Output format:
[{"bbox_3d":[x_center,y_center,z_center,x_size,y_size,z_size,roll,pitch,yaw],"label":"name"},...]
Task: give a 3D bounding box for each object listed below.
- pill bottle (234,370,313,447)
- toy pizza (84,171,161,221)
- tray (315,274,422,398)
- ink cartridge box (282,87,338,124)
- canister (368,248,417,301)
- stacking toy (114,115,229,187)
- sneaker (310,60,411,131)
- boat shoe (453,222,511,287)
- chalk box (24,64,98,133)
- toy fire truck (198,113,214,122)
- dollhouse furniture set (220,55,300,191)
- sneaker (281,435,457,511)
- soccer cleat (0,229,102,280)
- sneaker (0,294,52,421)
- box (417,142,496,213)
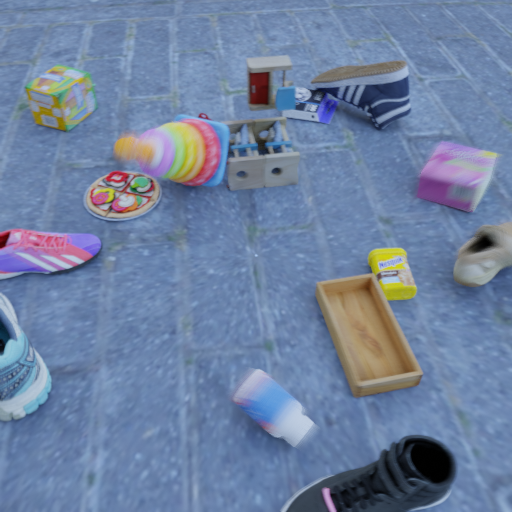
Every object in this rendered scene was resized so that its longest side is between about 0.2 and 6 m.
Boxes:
[{"bbox_3d":[0.262,2.219,8.105,1.089,0.611,0.611,39,55,14],"label":"pill bottle"},{"bbox_3d":[-2.909,-1.377,12.172,1.674,0.265,1.674,0,45,0],"label":"toy pizza"},{"bbox_3d":[1.830,1.280,9.470,1.076,0.404,2.182,-8,47,-9],"label":"tray"},{"bbox_3d":[1.447,-3.974,14.737,1.273,0.276,1.261,13,45,11],"label":"ink cartridge box"},{"bbox_3d":[2.523,0.343,10.382,0.714,0.416,0.961,-3,47,-3],"label":"canister"},{"bbox_3d":[-1.832,-2.091,11.236,1.519,1.436,2.617,18,17,26],"label":"stacking toy"},{"bbox_3d":[2.677,-4.045,14.337,2.773,1.504,0.972,10,44,43],"label":"sneaker"},{"bbox_3d":[4.433,-0.204,10.411,0.786,0.712,2.206,18,38,40],"label":"boat shoe"},{"bbox_3d":[-4.833,-4.140,14.338,1.072,1.067,1.724,17,48,16],"label":"chalk box"},{"bbox_3d":[-1.196,-3.118,13.842,0.676,0.451,0.805,20,44,-14],"label":"toy fire truck"},{"bbox_3d":[0.023,-2.874,12.228,1.602,2.286,1.611,-7,46,-7],"label":"dollhouse furniture set"},{"bbox_3d":[1.462,2.959,7.217,2.484,1.232,0.878,-13,48,-11],"label":"sneaker"},{"bbox_3d":[-4.150,-0.138,10.517,2.400,0.878,0.818,-8,46,-8],"label":"soccer cleat"},{"bbox_3d":[-4.480,0.997,8.971,3.422,1.477,1.328,34,54,29],"label":"sneaker"},{"bbox_3d":[4.371,-1.749,12.200,1.229,0.676,1.398,21,48,25],"label":"box"}]
